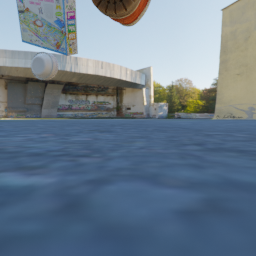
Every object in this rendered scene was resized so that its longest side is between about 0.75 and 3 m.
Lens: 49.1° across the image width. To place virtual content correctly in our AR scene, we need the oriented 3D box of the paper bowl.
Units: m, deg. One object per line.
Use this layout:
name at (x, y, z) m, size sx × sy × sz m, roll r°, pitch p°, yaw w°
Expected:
paper bowl at (-2.929, -2.135, 9.632) m, size 0.958 × 0.958 × 0.498 m, roll 1°, pitch 6°, yaw 23°

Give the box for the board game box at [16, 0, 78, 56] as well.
board game box at (-2.189, -2.849, 7.459) m, size 2.115 × 1.422 × 0.362 m, roll 24°, pitch 36°, yaw 33°

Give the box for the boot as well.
boot at (0.103, -2.786, 4.160) m, size 0.929 × 2.476 × 1.327 m, roll 16°, pitch 9°, yaw 11°
